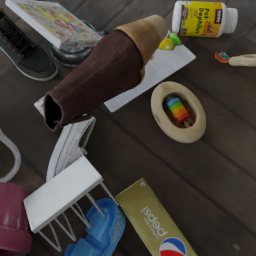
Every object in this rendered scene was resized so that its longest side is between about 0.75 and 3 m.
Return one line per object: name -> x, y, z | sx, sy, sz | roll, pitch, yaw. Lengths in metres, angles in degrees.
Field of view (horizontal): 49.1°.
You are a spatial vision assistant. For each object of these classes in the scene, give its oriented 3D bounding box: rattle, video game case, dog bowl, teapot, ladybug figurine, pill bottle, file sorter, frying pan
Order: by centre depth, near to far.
video game case -> -1.538, -2.321, 6.195 | 1.666, 0.191, 1.516 | 41, 33, 13
file sorter -> -1.257, 1.714, 6.342 | 1.693, 1.174, 1.054 | -36, 120, -13
dog bowl -> -0.745, 2.597, 6.386 | 0.484, 1.088, 1.952 | 41, 70, -30
teapot -> -4.476, 0.487, 6.578 | 2.754, 2.718, 2.011 | 16, 105, 28
ladybug figurine -> 1.315, -0.407, 7.571 | 1.273, 0.675, 1.875 | -24, 73, -8
pill bottle -> -1.772, -0.765, 7.654 | 1.371, 0.762, 0.762 | -40, 76, -12
rattle -> 3.394, -1.665, 8.230 | 1.606, 1.147, 1.045 | -2, 37, 14
pill bottle -> 2.271, -3.246, 8.387 | 1.780, 0.972, 0.972 | 3, 71, 1
frying pan -> -1.072, -2.541, 8.485 | 2.742, 0.446, 1.659 | 12, 72, 7

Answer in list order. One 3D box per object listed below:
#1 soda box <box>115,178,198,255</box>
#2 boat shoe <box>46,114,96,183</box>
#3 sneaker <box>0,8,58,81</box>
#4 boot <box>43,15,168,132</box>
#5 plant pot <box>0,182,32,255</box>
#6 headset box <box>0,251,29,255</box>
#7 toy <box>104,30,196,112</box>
soda box -> 0.733, 2.467, 6.482 | 0.821, 0.869, 2.566 | -34, 74, -11
boat shoe -> -1.413, 0.610, 7.153 | 0.730, 0.822, 2.234 | 13, 73, 8
sneaker -> -3.089, -2.328, 7.911 | 2.406, 1.278, 0.900 | 37, 75, 12
boot -> -0.569, -0.745, 4.742 | 2.141, 2.574, 0.931 | -42, 93, -20
plant pot -> -2.950, 2.099, 6.333 | 1.624, 1.624, 1.454 | -1, 56, 0
headset box -> -3.077, 3.707, 5.449 | 2.615, 1.010, 1.946 | -11, 99, 4
toy -> 0.259, -1.725, 8.026 | 2.944, 0.695, 1.695 | -35, 72, -12
